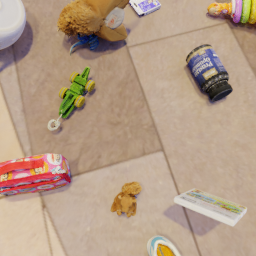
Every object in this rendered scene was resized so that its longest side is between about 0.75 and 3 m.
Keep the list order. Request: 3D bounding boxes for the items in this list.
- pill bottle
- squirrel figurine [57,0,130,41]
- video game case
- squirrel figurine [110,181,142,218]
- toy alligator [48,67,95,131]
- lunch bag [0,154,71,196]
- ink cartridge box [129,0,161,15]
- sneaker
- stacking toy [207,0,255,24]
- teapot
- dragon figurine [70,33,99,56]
[{"bbox_3d":[2.981,-1.981,10.182,1.072,1.072,1.917,-21,72,-7],"label":"pill bottle"},{"bbox_3d":[-1.466,-4.427,10.483,2.617,1.852,2.443,-27,53,-27],"label":"squirrel figurine"},{"bbox_3d":[2.168,2.014,7.311,1.529,1.392,0.175,15,98,34],"label":"video game case"},{"bbox_3d":[-0.036,2.160,8.687,0.819,1.080,1.157,16,71,6],"label":"squirrel figurine"},{"bbox_3d":[-2.042,-1.019,10.099,0.885,0.642,2.671,30,78,10],"label":"toy alligator"},{"bbox_3d":[-2.980,1.376,8.464,2.296,2.022,0.940,-10,71,-4],"label":"lunch bag"},{"bbox_3d":[0.648,-5.277,11.801,1.093,0.237,1.082,-28,72,-12],"label":"ink cartridge box"},{"bbox_3d":[1.382,4.267,7.984,0.940,0.993,2.458,-34,75,-13],"label":"sneaker"},{"bbox_3d":[4.696,-4.795,11.097,2.994,1.738,1.643,1,76,13],"label":"stacking toy"},{"bbox_3d":[-5.390,-3.950,10.376,2.925,2.164,2.963,53,47,-7],"label":"teapot"},{"bbox_3d":[-1.478,-3.448,10.989,0.911,0.539,1.832,35,73,12],"label":"dragon figurine"}]
